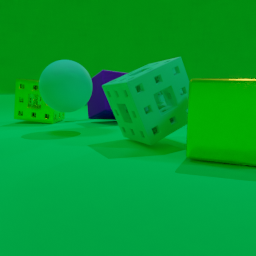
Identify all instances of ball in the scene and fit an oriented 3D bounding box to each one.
[{"bbox_3d":[-1.592,-1.068,7.211,1.338,1.338,1.338,0,8,0],"label":"ball"}]

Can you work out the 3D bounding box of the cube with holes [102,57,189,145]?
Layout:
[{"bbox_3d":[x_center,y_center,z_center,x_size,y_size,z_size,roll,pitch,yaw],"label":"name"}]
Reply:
[{"bbox_3d":[0.443,-0.561,5.705,1.236,1.236,1.236,-28,16,-20],"label":"cube with holes"}]

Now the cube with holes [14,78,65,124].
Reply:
[{"bbox_3d":[-2.945,-0.949,9.589,1.308,1.308,1.308,7,9,3],"label":"cube with holes"}]

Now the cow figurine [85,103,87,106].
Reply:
[{"bbox_3d":[-1.555,-1.317,10.402,0.527,0.944,0.960,-8,16,40],"label":"cow figurine"}]

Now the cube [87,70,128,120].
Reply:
[{"bbox_3d":[-0.525,-1.046,9.402,1.313,1.313,1.313,0,-10,-33],"label":"cube"}]

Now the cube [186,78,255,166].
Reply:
[{"bbox_3d":[1.651,-0.175,4.457,1.205,1.205,1.205,4,12,22],"label":"cube"}]
